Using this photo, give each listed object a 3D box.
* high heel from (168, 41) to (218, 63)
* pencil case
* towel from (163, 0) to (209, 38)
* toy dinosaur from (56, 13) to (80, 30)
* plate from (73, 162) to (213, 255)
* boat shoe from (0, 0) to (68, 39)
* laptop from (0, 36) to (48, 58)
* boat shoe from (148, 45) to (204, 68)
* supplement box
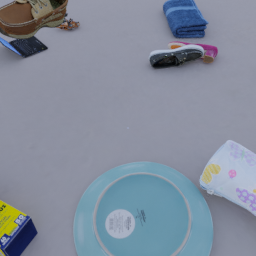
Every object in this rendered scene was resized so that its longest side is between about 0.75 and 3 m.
[{"bbox_3d":[2.191,-2.687,9.394,1.625,0.547,0.780,17,49,15],"label":"high heel"},{"bbox_3d":[2.715,1.320,5.385,2.625,1.091,1.191,33,59,26],"label":"pencil case"},{"bbox_3d":[2.164,-4.363,10.887,1.359,0.591,2.434,-4,48,-2],"label":"towel"},{"bbox_3d":[-2.347,-3.983,10.669,0.973,0.497,0.661,-5,61,-33],"label":"toy dinosaur"},{"bbox_3d":[0.266,1.729,5.383,2.720,0.348,2.720,-2,51,2],"label":"plate"},{"bbox_3d":[-2.122,-2.700,6.322,0.836,0.816,2.210,42,38,-5],"label":"boat shoe"},{"bbox_3d":[-3.732,-3.028,9.577,1.429,0.738,1.267,-32,56,-25],"label":"laptop"},{"bbox_3d":[1.562,-2.220,8.988,1.784,0.612,0.505,-7,54,2],"label":"boat shoe"},{"bbox_3d":[-2.432,1.806,5.196,1.240,0.679,0.675,21,48,18],"label":"supplement box"}]
